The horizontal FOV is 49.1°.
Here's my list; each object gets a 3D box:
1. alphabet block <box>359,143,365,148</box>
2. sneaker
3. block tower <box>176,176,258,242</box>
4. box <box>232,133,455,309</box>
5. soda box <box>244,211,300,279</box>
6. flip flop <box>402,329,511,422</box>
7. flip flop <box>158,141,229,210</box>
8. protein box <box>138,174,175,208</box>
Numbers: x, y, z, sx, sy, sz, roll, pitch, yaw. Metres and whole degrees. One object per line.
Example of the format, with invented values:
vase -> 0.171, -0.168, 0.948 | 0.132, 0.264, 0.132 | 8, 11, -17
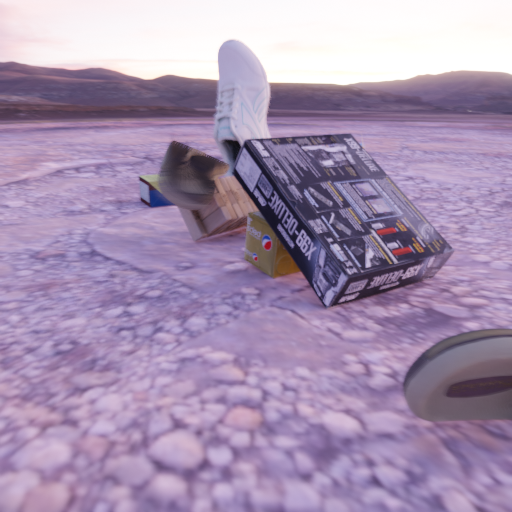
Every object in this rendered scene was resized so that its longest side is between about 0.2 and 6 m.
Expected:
alphabet block -> 2.195, -2.304, 12.067 | 0.209, 0.212, 0.208 | 22, 31, 35
sneaker -> -0.356, -3.020, 11.917 | 1.081, 3.075, 1.232 | 0, 18, 39
block tower -> -0.042, -1.195, 11.710 | 3.333, 0.900, 0.964 | -20, -8, -46
box -> 1.290, -0.715, 8.623 | 2.266, 0.715, 2.873 | -12, 54, -34
soda box -> 1.079, -0.392, 9.599 | 2.604, 0.882, 0.834 | -12, 30, -34
flip flop -> 2.775, 1.105, 4.736 | 3.009, 1.220, 0.866 | -4, 34, -7
flip flop -> -1.166, -1.296, 9.791 | 1.175, 0.834, 2.898 | 22, 23, -9
protein box -> -2.374, -1.667, 14.165 | 0.971, 0.660, 0.978 | -8, 19, -24
